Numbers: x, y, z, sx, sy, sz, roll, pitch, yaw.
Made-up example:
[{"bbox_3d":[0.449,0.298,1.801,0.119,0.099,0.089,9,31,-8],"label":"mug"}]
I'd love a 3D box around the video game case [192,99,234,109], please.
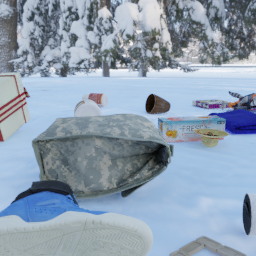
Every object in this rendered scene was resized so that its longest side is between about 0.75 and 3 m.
[{"bbox_3d":[4.410,-1.234,14.440,1.648,0.295,1.494,-4,13,-17],"label":"video game case"}]

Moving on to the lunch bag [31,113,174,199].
[{"bbox_3d":[-0.356,0.416,5.064,2.157,1.268,1.769,-5,13,-2],"label":"lunch bag"}]

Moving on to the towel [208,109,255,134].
[{"bbox_3d":[3.808,-0.195,9.634,1.494,0.501,2.023,-8,13,-3],"label":"towel"}]

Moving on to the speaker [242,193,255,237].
[{"bbox_3d":[2.170,1.134,3.486,1.361,0.553,0.553,2,13,11],"label":"speaker"}]

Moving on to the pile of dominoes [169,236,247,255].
[{"bbox_3d":[0.922,1.557,2.729,1.041,0.213,1.335,-10,8,-34],"label":"pile of dominoes"}]

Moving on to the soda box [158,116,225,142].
[{"bbox_3d":[1.822,0.012,8.172,1.885,0.644,0.599,-2,13,-9],"label":"soda box"}]

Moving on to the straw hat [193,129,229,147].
[{"bbox_3d":[2.196,0.298,7.499,0.937,0.396,0.937,3,12,-1],"label":"straw hat"}]

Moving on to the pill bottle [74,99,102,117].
[{"bbox_3d":[-1.442,-0.525,9.905,0.921,0.921,1.610,-3,14,-11],"label":"pill bottle"}]

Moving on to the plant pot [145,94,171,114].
[{"bbox_3d":[1.391,-1.013,12.530,0.951,0.889,0.889,10,8,-25],"label":"plant pot"}]

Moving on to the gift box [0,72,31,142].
[{"bbox_3d":[-4.150,-0.583,8.421,1.818,1.970,1.839,5,29,7],"label":"gift box"}]

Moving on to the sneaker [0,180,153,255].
[{"bbox_3d":[-0.641,1.064,3.397,1.881,0.722,1.047,-5,21,7],"label":"sneaker"}]

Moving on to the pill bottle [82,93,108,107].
[{"bbox_3d":[-1.717,-1.470,14.552,1.244,0.698,0.698,5,14,20],"label":"pill bottle"}]

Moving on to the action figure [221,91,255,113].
[{"bbox_3d":[5.074,-1.161,12.534,2.083,1.090,2.015,-6,5,-22],"label":"action figure"}]
